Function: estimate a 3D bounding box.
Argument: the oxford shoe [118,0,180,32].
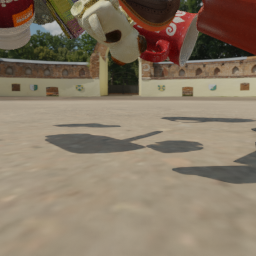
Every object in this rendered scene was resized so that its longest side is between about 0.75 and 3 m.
[{"bbox_3d":[-0.204,-1.920,3.005,1.994,0.710,0.723,37,-1,-4],"label":"oxford shoe"}]

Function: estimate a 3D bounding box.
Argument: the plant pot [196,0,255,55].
[{"bbox_3d":[3.020,-2.830,6.556,2.334,2.400,2.400,23,13,15],"label":"plant pot"}]

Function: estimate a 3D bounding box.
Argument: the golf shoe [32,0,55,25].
[{"bbox_3d":[-3.017,-3.710,8.085,2.285,0.895,1.111,17,44,2],"label":"golf shoe"}]

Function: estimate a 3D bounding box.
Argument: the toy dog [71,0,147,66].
[{"bbox_3d":[-0.196,-1.699,4.843,1.266,0.883,1.227,42,19,-41],"label":"toy dog"}]

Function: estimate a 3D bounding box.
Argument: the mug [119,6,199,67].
[{"bbox_3d":[0.868,-3.494,9.963,2.776,1.852,2.464,25,24,18],"label":"mug"}]

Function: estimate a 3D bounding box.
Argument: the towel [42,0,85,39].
[{"bbox_3d":[-1.229,-2.665,5.978,0.195,1.227,1.709,-22,26,28],"label":"towel"}]

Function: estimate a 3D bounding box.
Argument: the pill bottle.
[{"bbox_3d":[-2.404,-2.584,5.227,1.212,1.212,2.146,-1,-30,-12],"label":"pill bottle"}]
